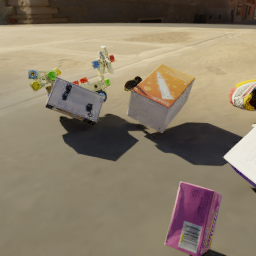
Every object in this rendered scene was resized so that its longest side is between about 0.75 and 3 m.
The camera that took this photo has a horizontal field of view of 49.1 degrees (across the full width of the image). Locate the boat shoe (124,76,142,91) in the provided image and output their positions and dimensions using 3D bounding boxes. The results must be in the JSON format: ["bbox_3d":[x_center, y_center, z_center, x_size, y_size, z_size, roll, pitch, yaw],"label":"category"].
[{"bbox_3d":[0.154,-1.587,10.632,0.402,0.427,1.122,44,42,8],"label":"boat shoe"}]

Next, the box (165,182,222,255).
[{"bbox_3d":[0.883,1.160,3.633,0.426,0.775,0.881,12,-10,26],"label":"box"}]

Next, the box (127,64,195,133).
[{"bbox_3d":[0.916,-0.856,7.585,1.094,0.857,1.759,27,46,17],"label":"box"}]

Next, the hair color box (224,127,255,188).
[{"bbox_3d":[2.545,0.711,4.380,1.026,0.608,1.877,-45,30,4],"label":"hair color box"}]

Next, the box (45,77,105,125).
[{"bbox_3d":[-1.401,-0.708,7.488,1.386,0.809,0.417,20,-16,-17],"label":"box"}]

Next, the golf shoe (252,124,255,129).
[{"bbox_3d":[3.425,0.100,6.613,0.380,0.472,0.971,25,14,-45],"label":"golf shoe"}]

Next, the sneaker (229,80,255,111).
[{"bbox_3d":[4.138,-0.960,7.545,2.524,0.982,1.037,-18,20,7],"label":"sneaker"}]

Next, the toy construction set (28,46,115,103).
[{"bbox_3d":[-1.478,-1.324,8.154,2.538,1.664,1.169,-21,9,2],"label":"toy construction set"}]
